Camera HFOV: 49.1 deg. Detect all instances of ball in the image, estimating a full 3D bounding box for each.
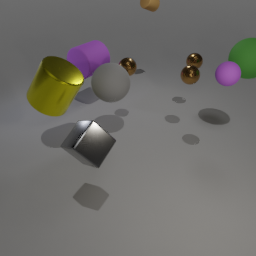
[{"bbox_3d":[2.858,-1.549,8.017,0.700,0.700,0.700,0,32,0],"label":"ball"},{"bbox_3d":[2.254,-1.922,10.143,0.700,0.700,0.700,0,32,0],"label":"ball"},{"bbox_3d":[-0.611,-1.612,9.994,1.400,1.400,1.400,0,32,0],"label":"ball"},{"bbox_3d":[4.251,-2.426,9.796,1.400,1.400,1.400,0,32,0],"label":"ball"},{"bbox_3d":[-0.019,-2.298,10.561,0.700,0.700,0.700,0,32,0],"label":"ball"},{"bbox_3d":[2.832,-2.842,11.936,0.700,0.700,0.700,0,32,0],"label":"ball"}]

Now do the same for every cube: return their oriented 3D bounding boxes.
[{"bbox_3d":[-0.819,0.321,5.783,0.700,0.700,0.700,2,54,56],"label":"cube"}]

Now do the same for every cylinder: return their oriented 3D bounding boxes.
[{"bbox_3d":[1.062,-6.084,13.586,0.700,0.700,0.700,-2,26,-43],"label":"cylinder"},{"bbox_3d":[-2.332,-1.324,8.978,1.400,1.400,1.400,27,33,-19],"label":"cylinder"},{"bbox_3d":[-1.754,-3.067,12.539,1.400,1.400,1.400,21,39,30],"label":"cylinder"}]
